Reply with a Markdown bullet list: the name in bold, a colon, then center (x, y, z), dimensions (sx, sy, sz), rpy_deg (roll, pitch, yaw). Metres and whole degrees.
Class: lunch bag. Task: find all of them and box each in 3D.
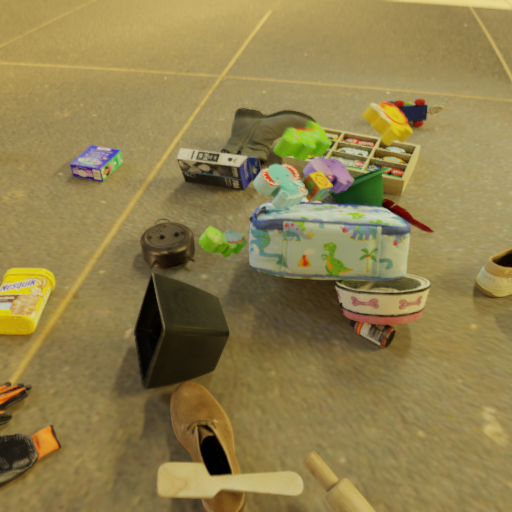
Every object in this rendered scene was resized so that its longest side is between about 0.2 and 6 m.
- **lunch bag**: center (1.333, -0.355, 10.903), dimensions (2.985, 1.231, 2.400), rpy_deg (3, 12, 3)

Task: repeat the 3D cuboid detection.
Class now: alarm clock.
- **alarm clock**: center (-1.916, -0.366, 11.961), dimensions (1.124, 0.555, 1.666), rpy_deg (-10, 37, -12)

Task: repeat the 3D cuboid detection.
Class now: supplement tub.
- **supplement tub**: center (2.053, 1.296, 9.977), dimensions (0.778, 0.416, 0.416), rpy_deg (29, 47, 31)

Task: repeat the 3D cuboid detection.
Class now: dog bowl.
- **dog bowl**: center (2.247, 0.747, 10.044), dimensions (1.677, 0.618, 1.677), rpy_deg (-1, 9, 0)

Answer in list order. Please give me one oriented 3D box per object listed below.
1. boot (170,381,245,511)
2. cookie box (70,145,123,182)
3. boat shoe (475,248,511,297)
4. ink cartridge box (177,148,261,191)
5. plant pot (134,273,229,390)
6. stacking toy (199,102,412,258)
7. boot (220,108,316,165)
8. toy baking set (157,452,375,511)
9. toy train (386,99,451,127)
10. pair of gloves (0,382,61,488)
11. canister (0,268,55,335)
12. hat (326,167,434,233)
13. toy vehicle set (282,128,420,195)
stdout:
- **boot**: center (-0.707, 2.558, 8.081), dimensions (0.841, 0.862, 2.285), rpy_deg (-16, 40, -15)
- **cookie box**: center (-4.126, -2.411, 14.546), dimensions (0.914, 0.401, 1.068), rpy_deg (12, 41, 14)
- **boat shoe**: center (5.435, 0.127, 11.124), dimensions (2.321, 0.770, 0.859), rpy_deg (-20, 43, -22)
- **ink cartridge box**: center (-0.871, -2.083, 13.653), dimensions (1.985, 0.987, 0.389), rpy_deg (8, 62, 12)
- **plant pot**: center (-1.224, 1.280, 9.316), dimensions (1.223, 1.379, 1.375), rpy_deg (8, 34, -25)
- **stacking toy**: center (0.912, -1.498, 10.691), dimensions (3.980, 3.001, 0.935), rpy_deg (-20, 68, -45)
- **boot**: center (0.338, -3.060, 14.967), dimensions (2.381, 0.806, 1.555), rpy_deg (7, 66, 14)
- **toy baking set**: center (0.452, 3.496, 6.492), dimensions (2.657, 0.403, 3.462), rpy_deg (-15, 53, -39)
- **toy train**: center (4.751, -4.359, 16.776), dimensions (1.820, 0.770, 1.053), rpy_deg (-6, 26, -7)
- **pair of gloves**: center (-3.944, 2.694, 8.422), dimensions (1.554, 0.216, 1.745), rpy_deg (-25, 48, -29)
- **canister**: center (-4.393, 0.844, 10.440), dimensions (0.939, 0.547, 1.264), rpy_deg (0, 40, 0)
- **hat**: center (2.626, -0.994, 12.987), dimensions (1.620, 1.721, 1.955), rpy_deg (-25, 8, -18)
- **toy vehicle set**: center (2.511, -2.586, 14.751), dimensions (3.184, 0.422, 1.978), rpy_deg (15, 41, 17)
